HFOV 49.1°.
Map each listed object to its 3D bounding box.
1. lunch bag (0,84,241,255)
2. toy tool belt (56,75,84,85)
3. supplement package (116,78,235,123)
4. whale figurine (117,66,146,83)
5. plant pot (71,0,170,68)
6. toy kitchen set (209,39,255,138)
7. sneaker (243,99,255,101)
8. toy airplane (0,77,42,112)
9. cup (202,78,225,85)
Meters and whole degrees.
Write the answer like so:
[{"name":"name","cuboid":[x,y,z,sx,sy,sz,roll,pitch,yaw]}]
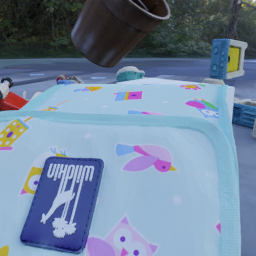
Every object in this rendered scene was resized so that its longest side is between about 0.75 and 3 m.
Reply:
[{"name":"lunch bag","cuboid":[-0.177,0.558,2.787,2.392,1.712,2.808,3,25,17]},{"name":"toy tool belt","cuboid":[-2.215,-1.424,10.371,1.662,1.038,1.022,31,35,16]},{"name":"supplement package","cuboid":[0.982,-0.329,6.313,2.293,1.345,1.341,16,23,42]},{"name":"whale figurine","cuboid":[0.301,-2.379,14.211,1.895,0.983,1.508,14,-24,-42]},{"name":"plant pot","cuboid":[-0.436,-3.635,9.456,2.679,2.652,2.679,25,42,-25]},{"name":"toy kitchen set","cuboid":[3.259,-1.143,7.354,1.698,2.309,2.883,-10,19,-33]},{"name":"sneaker","cuboid":[4.235,-0.715,9.028,1.499,0.534,0.843,10,22,6]},{"name":"toy airplane","cuboid":[-2.493,-0.233,6.687,1.764,1.245,1.757,-7,54,-50]},{"name":"cup","cuboid":[3.199,-1.391,10.626,1.283,0.918,1.283,0,17,0]}]
